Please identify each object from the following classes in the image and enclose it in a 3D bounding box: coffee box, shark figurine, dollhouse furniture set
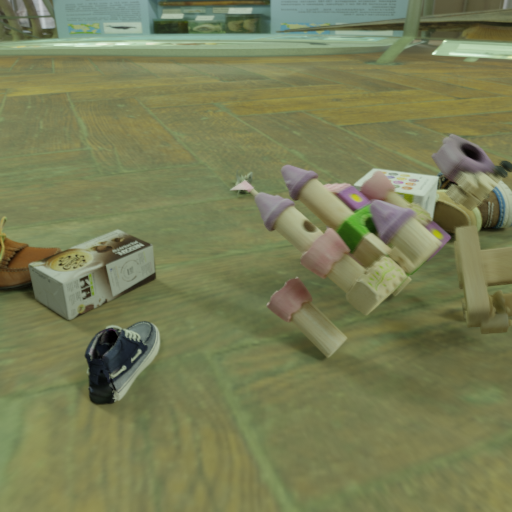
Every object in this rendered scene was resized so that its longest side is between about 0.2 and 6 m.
[{"bbox_3d":[-2.557,0.255,8.928,0.958,0.677,1.695,22,34,36],"label":"coffee box"},{"bbox_3d":[-0.250,-1.620,13.084,0.463,0.664,1.111,19,4,-17],"label":"shark figurine"},{"bbox_3d":[3.419,0.261,7.565,1.246,1.529,1.455,-7,64,17],"label":"dollhouse furniture set"},{"bbox_3d":[2.492,-0.767,10.231,1.263,1.277,1.275,12,27,25],"label":"coffee box"}]

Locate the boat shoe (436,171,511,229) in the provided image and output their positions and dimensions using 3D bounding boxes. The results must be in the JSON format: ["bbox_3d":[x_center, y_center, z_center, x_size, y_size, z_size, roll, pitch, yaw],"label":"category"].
[{"bbox_3d":[4.441,-1.521,12.023,1.058,1.056,2.923,-3,27,-3],"label":"boat shoe"}]

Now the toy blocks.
[{"bbox_3d":[1.329,-0.638,7.673,2.350,2.791,2.609,45,44,15],"label":"toy blocks"}]

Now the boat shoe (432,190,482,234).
[{"bbox_3d":[3.300,-0.891,11.118,0.796,0.887,2.398,-24,29,-24],"label":"boat shoe"}]

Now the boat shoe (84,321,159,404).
[{"bbox_3d":[-1.670,1.124,7.176,0.583,0.724,1.561,4,28,9],"label":"boat shoe"}]

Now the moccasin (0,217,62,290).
[{"bbox_3d":[-4.426,-0.068,9.208,2.583,0.997,0.945,6,28,12],"label":"moccasin"}]
